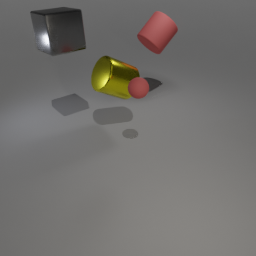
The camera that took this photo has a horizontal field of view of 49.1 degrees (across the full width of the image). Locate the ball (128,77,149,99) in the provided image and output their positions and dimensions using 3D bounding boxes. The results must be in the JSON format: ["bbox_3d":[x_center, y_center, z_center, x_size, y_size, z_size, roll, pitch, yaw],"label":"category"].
[{"bbox_3d":[0.342,-1.316,9.232,0.700,0.700,0.700,0,31,0],"label":"ball"}]

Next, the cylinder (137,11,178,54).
[{"bbox_3d":[1.385,-4.468,13.214,1.400,1.400,1.400,-52,44,2],"label":"cylinder"}]

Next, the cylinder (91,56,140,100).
[{"bbox_3d":[-0.497,-1.941,10.947,1.400,1.400,1.400,12,20,-38],"label":"cylinder"}]

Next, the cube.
[{"bbox_3d":[-2.545,-3.580,10.287,1.400,1.400,1.400,-23,35,-30],"label":"cube"}]
